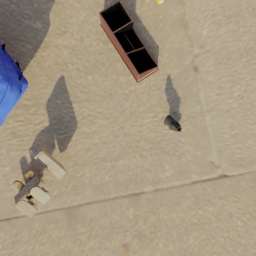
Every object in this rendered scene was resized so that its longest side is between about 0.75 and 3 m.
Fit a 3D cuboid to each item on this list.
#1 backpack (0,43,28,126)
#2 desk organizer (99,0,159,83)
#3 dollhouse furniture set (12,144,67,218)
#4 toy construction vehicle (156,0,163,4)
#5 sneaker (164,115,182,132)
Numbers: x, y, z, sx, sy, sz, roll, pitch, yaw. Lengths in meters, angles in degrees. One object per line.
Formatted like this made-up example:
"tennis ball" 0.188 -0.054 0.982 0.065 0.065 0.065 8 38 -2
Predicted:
"backpack" -3.711 -1.169 6.595 2.415 2.494 2.972 -50 54 17
"desk organizer" 0.033 -2.420 7.929 0.756 0.812 2.108 -32 87 -2
"dollhouse furniture set" -2.505 1.310 7.343 1.441 1.263 0.957 -46 118 -9
"toy construction vehicle" 1.164 -3.929 7.768 1.021 1.173 0.413 -23 128 17
"sneaker" 1.270 -0.116 7.793 0.373 0.822 0.312 25 87 34
